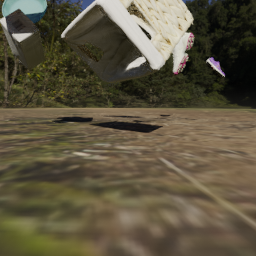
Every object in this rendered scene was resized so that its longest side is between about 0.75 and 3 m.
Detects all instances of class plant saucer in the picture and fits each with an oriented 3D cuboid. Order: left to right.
[{"bbox_3d":[-3.183,-3.676,8.728,1.371,1.371,0.246,0,-18,-1],"label":"plant saucer"}]

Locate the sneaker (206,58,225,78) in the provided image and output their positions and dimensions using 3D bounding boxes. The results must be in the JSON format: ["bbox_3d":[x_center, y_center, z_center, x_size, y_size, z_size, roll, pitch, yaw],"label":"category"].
[{"bbox_3d":[3.180,-2.162,9.972,0.356,0.854,0.344,-39,-2,-7],"label":"sneaker"}]

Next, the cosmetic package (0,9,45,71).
[{"bbox_3d":[-2.850,-2.362,7.706,0.655,0.831,1.544,-42,-4,-17],"label":"cosmetic package"}]

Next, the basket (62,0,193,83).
[{"bbox_3d":[-0.082,-2.043,5.782,1.592,1.449,2.349,45,-19,-23],"label":"basket"}]

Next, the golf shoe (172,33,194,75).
[{"bbox_3d":[2.302,-3.370,12.635,0.870,1.900,0.716,25,18,25],"label":"golf shoe"}]
